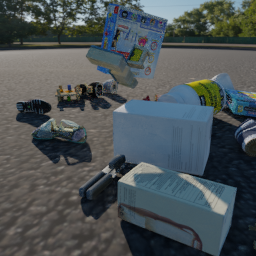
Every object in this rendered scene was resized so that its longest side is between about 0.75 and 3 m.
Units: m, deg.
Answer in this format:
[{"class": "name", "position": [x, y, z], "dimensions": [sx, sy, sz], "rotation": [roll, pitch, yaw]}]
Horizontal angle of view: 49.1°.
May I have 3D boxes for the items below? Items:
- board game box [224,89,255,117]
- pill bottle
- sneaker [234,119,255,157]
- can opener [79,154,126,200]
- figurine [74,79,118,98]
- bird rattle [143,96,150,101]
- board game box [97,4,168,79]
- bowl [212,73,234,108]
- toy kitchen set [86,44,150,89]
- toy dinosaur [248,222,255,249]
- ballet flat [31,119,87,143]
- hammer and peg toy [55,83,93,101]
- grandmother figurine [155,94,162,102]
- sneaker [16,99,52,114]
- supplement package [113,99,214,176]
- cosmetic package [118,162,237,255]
[{"class": "board game box", "position": [5.604, -1.170, 13.037], "dimensions": [1.808, 0.562, 2.395], "rotation": [8, 22, 2]}, {"class": "pill bottle", "position": [2.579, -1.033, 11.530], "dimensions": [2.954, 1.644, 1.644], "rotation": [-18, 27, -39]}, {"class": "sneaker", "position": [4.791, 0.237, 9.193], "dimensions": [2.546, 0.892, 1.381], "rotation": [-4, 22, -3]}, {"class": "can opener", "position": [-0.630, 1.203, 7.168], "dimensions": [0.445, 0.562, 1.691], "rotation": [10, 27, 28]}, {"class": "figurine", "position": [-1.861, -2.417, 16.564], "dimensions": [1.963, 0.866, 2.012], "rotation": [12, 22, 40]}, {"class": "bird rattle", "position": [0.585, -0.570, 11.129], "dimensions": [0.764, 1.356, 1.106], "rotation": [45, 68, 8]}, {"class": "board game box", "position": [0.219, -3.808, 12.741], "dimensions": [2.896, 2.835, 0.809], "rotation": [-2, 24, -39]}, {"class": "bowl", "position": [4.674, -1.821, 13.922], "dimensions": [0.631, 1.692, 1.689], "rotation": [-18, 2, 42]}, {"class": "toy kitchen set", "position": [-0.239, -2.580, 9.861], "dimensions": [1.241, 1.688, 2.107], "rotation": [21, -9, 20]}, {"class": "toy dinosaur", "position": [2.709, 1.997, 5.070], "dimensions": [0.811, 0.467, 1.605], "rotation": [4, 21, 7]}, {"class": "ballet flat", "position": [-2.462, 0.033, 9.946], "dimensions": [2.166, 0.779, 0.779], "rotation": [5, 21, 15]}, {"class": "hammer and peg toy", "position": [-2.931, -1.967, 15.380], "dimensions": [1.963, 0.692, 1.444], "rotation": [-4, 20, -7]}, {"class": "grandmother figurine", "position": [2.157, -1.560, 14.760], "dimensions": [1.483, 0.449, 0.899], "rotation": [5, 48, 5]}, {"class": "sneaker", "position": [-4.218, -1.121, 13.179], "dimensions": [1.823, 0.690, 1.053], "rotation": [5, 18, 17]}, {"class": "supplement package", "position": [1.052, 0.165, 8.348], "dimensions": [2.650, 1.607, 1.587], "rotation": [8, 22, 20]}, {"class": "cosmetic package", "position": [0.945, 1.525, 5.655], "dimensions": [2.127, 0.928, 1.099], "rotation": [12, 22, 31]}]
